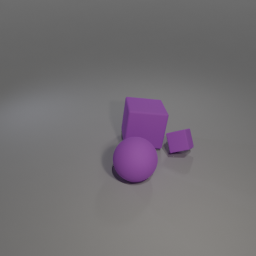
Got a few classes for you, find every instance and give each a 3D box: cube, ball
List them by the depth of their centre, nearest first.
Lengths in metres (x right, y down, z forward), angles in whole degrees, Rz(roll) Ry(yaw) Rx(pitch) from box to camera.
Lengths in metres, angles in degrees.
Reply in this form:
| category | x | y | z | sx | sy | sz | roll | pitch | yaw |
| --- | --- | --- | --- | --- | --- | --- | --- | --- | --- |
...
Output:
| category | x | y | z | sx | sy | sz | roll | pitch | yaw |
| --- | --- | --- | --- | --- | --- | --- | --- | --- | --- |
| ball | 0.226 | 0.975 | 8.739 | 1.400 | 1.400 | 1.400 | 0 | 31 | 0 |
| cube | 1.836 | 0.440 | 9.858 | 0.700 | 0.700 | 0.700 | -13 | -3 | 27 |
| cube | 0.570 | -0.211 | 10.390 | 1.400 | 1.400 | 1.400 | 4 | 27 | -8 |
